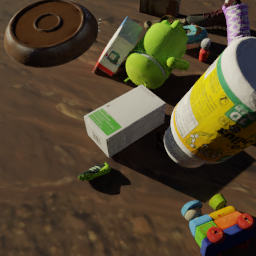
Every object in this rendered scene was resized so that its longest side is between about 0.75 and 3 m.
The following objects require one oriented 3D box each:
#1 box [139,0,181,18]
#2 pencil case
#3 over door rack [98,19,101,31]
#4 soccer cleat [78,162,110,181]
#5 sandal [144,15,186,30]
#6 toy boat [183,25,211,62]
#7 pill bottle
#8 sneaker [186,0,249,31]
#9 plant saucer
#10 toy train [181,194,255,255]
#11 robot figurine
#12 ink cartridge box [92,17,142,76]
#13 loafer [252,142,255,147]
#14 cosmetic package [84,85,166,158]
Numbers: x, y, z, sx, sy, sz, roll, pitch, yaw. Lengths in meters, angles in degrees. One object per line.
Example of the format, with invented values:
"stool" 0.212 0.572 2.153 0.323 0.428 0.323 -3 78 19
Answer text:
"box" 1.587 -6.237 14.016 1.993 0.998 0.747 19 53 15
"pencil case" 3.380 -2.903 8.704 0.759 1.776 0.745 -5 5 8
"over door rack" -1.707 -4.563 12.990 1.057 0.352 0.781 -13 48 16
"soccer cleat" -1.004 1.284 8.253 0.969 0.327 0.393 -15 40 -18
"sandal" 1.794 -5.060 13.331 2.023 0.546 0.813 -4 50 -3
"toy boat" 2.857 -3.786 11.986 1.789 0.989 2.128 -18 52 -15
"pill bottle" 1.847 -0.241 5.609 1.607 2.850 1.607 10 59 -17
"sneaker" 4.179 -5.444 12.965 2.758 1.593 1.044 7 51 6
"plant saucer" -1.897 -2.430 6.762 2.326 0.373 2.326 -2 58 3
"toy train" 2.641 2.221 7.122 2.344 0.992 1.356 -17 39 -14
"robot figurine" 1.043 -2.677 10.424 2.491 1.642 2.839 23 71 43
"ink cartridge box" -0.463 -3.014 10.935 0.759 2.258 1.312 31 50 -15
"loafer" 4.823 0.522 8.475 2.644 0.963 0.956 8 55 8
"cosmetic package" -0.054 -0.270 9.064 2.358 1.000 1.269 -33 56 -23
